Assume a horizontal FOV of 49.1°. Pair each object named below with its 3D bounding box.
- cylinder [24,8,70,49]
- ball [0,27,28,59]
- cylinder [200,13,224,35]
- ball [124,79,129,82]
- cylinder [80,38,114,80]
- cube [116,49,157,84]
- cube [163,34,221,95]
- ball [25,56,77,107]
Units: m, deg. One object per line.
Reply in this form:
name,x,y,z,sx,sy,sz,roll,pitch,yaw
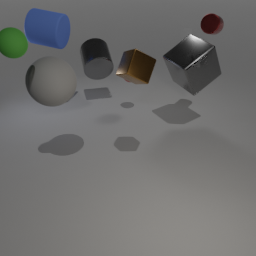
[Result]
cylinder,-3.308,-4.109,11.615,1.400,1.400,1.400,14,31,8
ball,-2.709,-1.988,6.559,0.700,0.700,0.700,0,29,0
cylinder,3.124,-3.840,10.382,0.700,0.700,0.700,16,21,26
ball,0.106,-2.334,12.166,0.700,0.700,0.700,0,29,0
cylinder,-1.492,-3.259,13.272,1.400,1.400,1.400,-7,57,-13
cube,0.210,-1.623,7.507,0.700,0.700,0.700,20,-2,-28
cube,2.430,-2.384,10.592,1.400,1.400,1.400,-39,46,-3
ball,-2.159,-1.306,7.911,1.400,1.400,1.400,0,29,0
